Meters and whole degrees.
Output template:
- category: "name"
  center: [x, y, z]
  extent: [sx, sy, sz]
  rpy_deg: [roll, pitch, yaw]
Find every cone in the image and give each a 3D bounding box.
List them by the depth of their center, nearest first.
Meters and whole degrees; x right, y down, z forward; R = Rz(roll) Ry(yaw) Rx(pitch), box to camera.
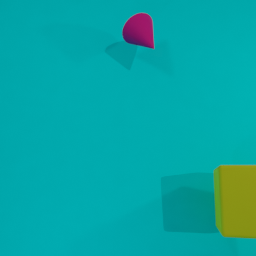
- category: "cone"
  center: [0.467, -2.386, 7.468]
  extent: [0.943, 0.943, 0.947]
  rpy_deg: [-26, 58, -7]

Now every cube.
- category: "cube"
  center: [2.635, 1.540, 6.020]
  extent: [1.387, 1.387, 1.387]
  rpy_deg: [-2, 78, 12]
